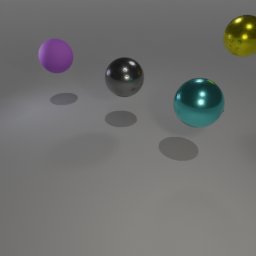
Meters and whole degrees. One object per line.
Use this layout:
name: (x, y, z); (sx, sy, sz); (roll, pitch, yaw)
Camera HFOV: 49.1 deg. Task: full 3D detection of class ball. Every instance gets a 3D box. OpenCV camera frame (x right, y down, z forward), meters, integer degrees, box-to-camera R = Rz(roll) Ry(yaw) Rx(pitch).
ball: (-2.976, -2.979, 11.611); (1.400, 1.400, 1.400); (0, 29, 0)
ball: (1.977, -0.701, 7.861); (1.400, 1.400, 1.400); (0, 29, 0)
ball: (4.023, -3.169, 9.695); (1.400, 1.400, 1.400); (0, 29, 0)
ball: (-0.124, -1.795, 9.945); (1.400, 1.400, 1.400); (0, 29, 0)
